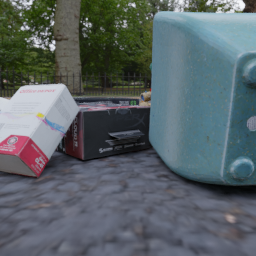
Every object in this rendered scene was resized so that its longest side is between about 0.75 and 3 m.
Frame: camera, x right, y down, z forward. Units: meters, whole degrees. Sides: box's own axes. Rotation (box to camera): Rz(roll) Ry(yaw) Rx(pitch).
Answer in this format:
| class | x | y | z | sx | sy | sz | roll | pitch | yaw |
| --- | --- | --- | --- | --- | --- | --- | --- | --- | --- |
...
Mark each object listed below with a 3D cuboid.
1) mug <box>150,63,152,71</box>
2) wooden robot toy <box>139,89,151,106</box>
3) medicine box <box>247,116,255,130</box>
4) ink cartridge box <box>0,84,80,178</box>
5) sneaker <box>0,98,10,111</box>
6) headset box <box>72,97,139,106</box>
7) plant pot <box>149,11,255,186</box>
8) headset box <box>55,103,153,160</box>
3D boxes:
| class | x | y | z | sx | sy | sz | roll | pitch | yaw |
| --- | --- | --- | --- | --- | --- | --- | --- | --- | --- |
| mug | 1.571 | -2.855 | 13.270 | 0.971 | 0.600 | 0.798 | -19 | -26 | -35 |
| wooden robot toy | 0.923 | -1.203 | 13.725 | 1.359 | 1.319 | 2.994 | -15 | 13 | -21 |
| medicine box | 3.588 | -0.049 | 5.941 | 1.671 | 0.944 | 1.834 | -3 | 9 | -26 |
| ink cartridge box | -1.537 | -0.007 | 4.343 | 1.024 | 0.594 | 1.387 | 3 | 48 | 28 |
| sneaker | -3.158 | -0.260 | 7.815 | 2.734 | 0.995 | 1.157 | 21 | 17 | 39 |
| headset box | -0.895 | -0.431 | 8.461 | 2.155 | 1.000 | 1.876 | -4 | 8 | -28 |
| plant pot | 1.698 | -0.416 | 3.999 | 2.450 | 2.457 | 2.503 | 0 | 19 | -3 |
| headset box | -0.692 | -0.043 | 5.981 | 1.800 | 0.908 | 2.422 | -7 | 10 | -40 |
